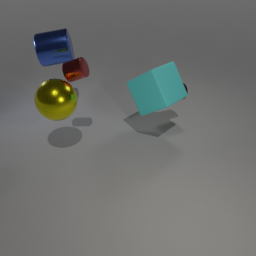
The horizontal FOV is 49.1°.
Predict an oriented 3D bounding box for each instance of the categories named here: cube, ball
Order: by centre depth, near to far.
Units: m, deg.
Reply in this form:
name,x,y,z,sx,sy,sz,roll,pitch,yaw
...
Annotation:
name,x,y,z,sx,sy,sz,roll,pitch,yaw
ball,-2.385,-0.939,9.333,1.400,1.400,1.400,0,32,0
cube,1.091,-1.456,10.483,1.400,1.400,1.400,-29,8,-42

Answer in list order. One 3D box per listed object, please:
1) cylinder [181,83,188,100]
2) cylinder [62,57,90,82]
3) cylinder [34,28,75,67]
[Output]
name,x,y,z,sx,sy,sz,roll,pitch,yaw
cylinder,1.984,-1.499,11.596,0.700,0.700,0.700,-8,32,-26
cylinder,-1.790,-2.004,9.637,0.700,0.700,0.700,-13,28,17
cylinder,-3.180,-3.486,12.178,1.400,1.400,1.400,-11,32,-1
